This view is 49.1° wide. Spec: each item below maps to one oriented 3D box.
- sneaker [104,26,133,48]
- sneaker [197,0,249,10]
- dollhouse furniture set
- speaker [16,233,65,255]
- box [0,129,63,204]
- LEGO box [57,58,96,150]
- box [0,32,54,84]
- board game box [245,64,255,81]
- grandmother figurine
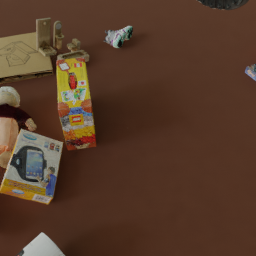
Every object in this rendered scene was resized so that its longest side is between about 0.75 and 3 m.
[{"bbox_3d":[-0.416,-3.389,10.058,0.857,0.476,1.226,23,50,20],"label":"sneaker"},{"bbox_3d":[1.303,-2.684,4.682,0.981,0.721,2.168,-35,52,-13],"label":"sneaker"},{"bbox_3d":[-2.028,-2.744,8.849,1.196,1.025,1.258,-26,56,-37],"label":"dollhouse furniture set"},{"bbox_3d":[-1.812,2.578,4.081,0.851,0.851,2.095,33,55,27],"label":"speaker"},{"bbox_3d":[-1.966,0.708,5.943,0.983,0.342,1.651,21,43,-22],"label":"box"},{"bbox_3d":[-1.250,-0.603,6.768,0.707,1.364,1.832,-8,47,-8],"label":"LEGO box"},{"bbox_3d":[-3.630,-2.355,9.220,2.040,0.265,2.496,-13,48,-12],"label":"box"},{"bbox_3d":[4.347,-1.528,8.443,0.903,0.231,1.333,-18,49,-16],"label":"board game box"},{"bbox_3d":[-2.977,-0.143,6.796,1.433,0.716,2.364,10,43,-27],"label":"grandmother figurine"}]
